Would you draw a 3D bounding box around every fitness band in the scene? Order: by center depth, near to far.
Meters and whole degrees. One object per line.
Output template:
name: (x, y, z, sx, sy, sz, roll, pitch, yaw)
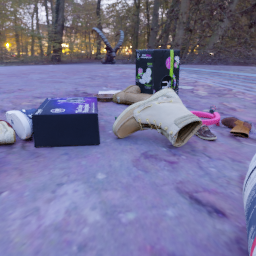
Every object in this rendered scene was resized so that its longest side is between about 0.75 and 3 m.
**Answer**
fitness band: (2.975, -0.391, 11.222, 1.336, 0.348, 1.860, 3, 15, 10)

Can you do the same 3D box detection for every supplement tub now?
supplement tub: (2.348, 1.134, 3.359, 1.759, 1.759, 2.506, 6, 18, 18)

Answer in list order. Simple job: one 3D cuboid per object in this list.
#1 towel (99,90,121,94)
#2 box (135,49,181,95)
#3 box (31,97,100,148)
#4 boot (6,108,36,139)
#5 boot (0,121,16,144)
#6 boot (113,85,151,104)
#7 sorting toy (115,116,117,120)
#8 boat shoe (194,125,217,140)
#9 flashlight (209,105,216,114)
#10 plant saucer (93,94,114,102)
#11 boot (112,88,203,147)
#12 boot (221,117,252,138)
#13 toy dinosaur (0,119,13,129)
towel: (-1.060, -2.111, 17.345, 1.529, 0.246, 1.460, -3, 17, -7)
box: (1.702, -3.132, 16.264, 2.065, 2.781, 1.729, -11, 19, -33)
box: (-2.006, -0.317, 9.657, 1.995, 1.115, 2.827, -5, 17, -6)
boot: (-3.451, -0.297, 9.834, 1.118, 0.900, 2.475, -17, 22, -31)
boot: (-4.343, 0.221, 8.768, 1.190, 0.557, 1.531, -13, 24, -39)
boot: (0.729, -1.596, 14.694, 2.453, 0.811, 2.148, 12, 33, 40)
sorting toy: (-0.122, -0.284, 10.584, 1.084, 0.373, 0.376, 10, 38, 41)
boat shoe: (2.536, 0.091, 9.411, 0.414, 0.413, 1.147, -6, 17, -19)
flashlight: (3.907, -0.871, 12.991, 0.281, 0.282, 0.830, 6, 17, 22)
plant saucer: (-1.220, -1.718, 15.928, 1.510, 0.276, 1.510, -1, 17, 0)
boot: (0.854, -0.045, 8.777, 2.457, 0.894, 1.910, -30, 48, -4)
boot: (3.765, 0.019, 9.942, 1.118, 0.407, 1.188, 20, 29, 23)
toy dinosaur: (-5.480, -0.173, 9.336, 2.221, 1.166, 2.016, 30, 58, 19)
